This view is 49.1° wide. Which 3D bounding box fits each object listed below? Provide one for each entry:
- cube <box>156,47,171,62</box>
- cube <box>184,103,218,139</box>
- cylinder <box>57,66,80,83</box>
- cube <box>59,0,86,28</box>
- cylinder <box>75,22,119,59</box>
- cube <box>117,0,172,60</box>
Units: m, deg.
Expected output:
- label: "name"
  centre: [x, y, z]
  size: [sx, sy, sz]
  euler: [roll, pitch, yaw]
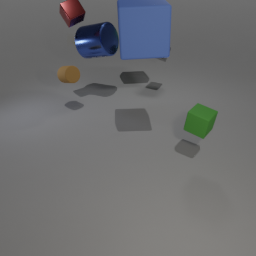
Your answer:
- label: "cube"
  centre: [1.563, -3.654, 13.310]
  size: [0.700, 0.700, 0.700]
  euler: [24, 6, 14]
- label: "cube"
  centre: [2.232, -0.225, 8.618]
  size: [0.700, 0.700, 0.700]
  euler: [28, 42, 26]
- label: "cylinder"
  centre: [-2.431, -2.194, 11.488]
  size: [0.700, 0.700, 0.700]
  euler: [-24, 23, -35]
- label: "cube"
  centre: [-2.121, -4.403, 10.657]
  size: [0.700, 0.700, 0.700]
  euler: [-34, 4, -16]
- label: "cylinder"
  centre: [-1.343, -3.795, 12.201]
  size: [1.400, 1.400, 1.400]
  euler: [3, 28, 31]
- label: "cube"
  centre: [0.428, -2.902, 8.121]
  size: [1.400, 1.400, 1.400]
  euler: [-3, 33, -1]
